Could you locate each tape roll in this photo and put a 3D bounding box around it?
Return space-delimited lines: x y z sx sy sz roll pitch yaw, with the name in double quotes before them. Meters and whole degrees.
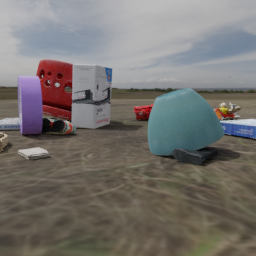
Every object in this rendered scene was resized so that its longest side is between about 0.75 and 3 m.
"tape roll" -3.466 -0.798 9.856 0.665 2.028 2.028 -3 8 -23

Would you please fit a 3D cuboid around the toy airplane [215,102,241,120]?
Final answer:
"toy airplane" 4.808 -0.769 13.704 1.351 0.953 1.345 -11 -16 20

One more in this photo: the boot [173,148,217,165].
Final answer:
"boot" 1.509 0.560 6.258 0.715 0.285 0.867 19 22 35

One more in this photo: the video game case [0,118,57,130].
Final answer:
"video game case" -4.366 -0.204 12.108 2.323 0.280 2.549 -1 7 -9

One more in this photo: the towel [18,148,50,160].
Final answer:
"towel" -2.239 0.593 6.643 0.534 0.139 0.806 -5 9 -39

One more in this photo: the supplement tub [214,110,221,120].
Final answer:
"supplement tub" 3.186 -0.341 10.962 0.530 0.530 0.865 -6 -20 -38

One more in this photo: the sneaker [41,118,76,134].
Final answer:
"sneaker" -2.529 -0.009 10.154 1.608 0.566 0.752 3 -11 43

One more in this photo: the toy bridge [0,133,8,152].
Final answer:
"toy bridge" -3.925 0.317 7.959 0.837 0.339 2.491 -2 7 -38

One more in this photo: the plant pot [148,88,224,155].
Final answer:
"plant pot" 1.279 -0.257 6.953 1.875 1.263 1.875 -17 10 3

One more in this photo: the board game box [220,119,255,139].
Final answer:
"board game box" 4.553 0.022 9.670 2.096 0.457 2.106 -5 9 -31

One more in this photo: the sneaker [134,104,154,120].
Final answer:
"sneaker" 1.294 -0.741 14.147 1.672 1.134 2.895 -11 -2 -17

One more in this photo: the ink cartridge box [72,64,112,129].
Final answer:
"ink cartridge box" -1.504 -1.338 11.951 1.077 2.558 1.849 6 9 17

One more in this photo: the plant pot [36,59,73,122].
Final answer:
"plant pot" -3.126 -1.676 13.363 2.720 2.477 2.720 14 -1 0

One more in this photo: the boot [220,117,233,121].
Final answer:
"boot" 4.566 -0.281 12.645 0.846 0.305 0.639 -7 13 -21
